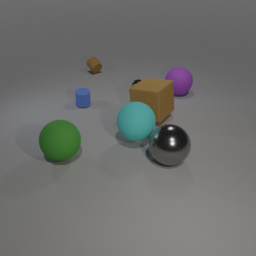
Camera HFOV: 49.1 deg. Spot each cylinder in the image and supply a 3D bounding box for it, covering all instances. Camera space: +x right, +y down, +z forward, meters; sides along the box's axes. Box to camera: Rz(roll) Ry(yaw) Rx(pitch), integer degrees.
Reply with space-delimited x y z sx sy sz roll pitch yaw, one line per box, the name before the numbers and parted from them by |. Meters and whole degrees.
cylinder | -2.129 -1.433 13.241 0.700 0.700 0.700 2 35 -1
cylinder | -2.021 -3.802 16.849 0.700 0.700 0.700 -24 63 -34

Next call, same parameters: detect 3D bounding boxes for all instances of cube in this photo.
cube | 1.053 -1.226 12.053 1.400 1.400 1.400 12 34 32

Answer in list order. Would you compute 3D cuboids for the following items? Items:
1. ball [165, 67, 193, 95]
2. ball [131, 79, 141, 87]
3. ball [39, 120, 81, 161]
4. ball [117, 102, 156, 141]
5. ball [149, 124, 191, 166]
ball | 2.591 -2.397 14.258 1.400 1.400 1.400 0 32 0
ball | 0.527 -2.182 14.580 0.700 0.700 0.700 0 32 0
ball | -2.307 0.413 9.544 1.400 1.400 1.400 0 32 0
ball | 0.294 -0.245 10.141 1.400 1.400 1.400 0 32 0
ball | 1.413 0.567 9.463 1.400 1.400 1.400 0 32 0
